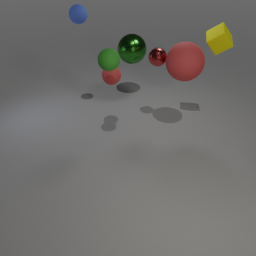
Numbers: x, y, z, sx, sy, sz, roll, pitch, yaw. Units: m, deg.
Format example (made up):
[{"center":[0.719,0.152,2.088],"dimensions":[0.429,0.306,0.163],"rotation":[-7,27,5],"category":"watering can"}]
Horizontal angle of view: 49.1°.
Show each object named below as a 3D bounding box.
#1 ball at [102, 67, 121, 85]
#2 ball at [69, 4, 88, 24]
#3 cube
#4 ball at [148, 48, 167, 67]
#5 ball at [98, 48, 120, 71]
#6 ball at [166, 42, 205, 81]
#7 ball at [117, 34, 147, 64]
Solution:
[{"center":[-0.601,-1.927,10.201],"dimensions":[0.700,0.700,0.700],"rotation":[0,31,0],"category":"ball"},{"center":[-1.876,-4.281,10.541],"dimensions":[0.700,0.700,0.700],"rotation":[0,31,0],"category":"ball"},{"center":[3.337,-3.250,10.223],"dimensions":[0.700,0.700,0.700],"rotation":[-22,42,36],"category":"cube"},{"center":[1.123,-2.677,10.583],"dimensions":[0.700,0.700,0.700],"rotation":[0,31,0],"category":"ball"},{"center":[-0.598,-2.128,8.737],"dimensions":[0.700,0.700,0.700],"rotation":[0,31,0],"category":"ball"},{"center":[2.068,-2.402,10.162],"dimensions":[1.400,1.400,1.400],"rotation":[0,31,0],"category":"ball"},{"center":[0.190,-3.797,13.462],"dimensions":[1.400,1.400,1.400],"rotation":[0,31,0],"category":"ball"}]
